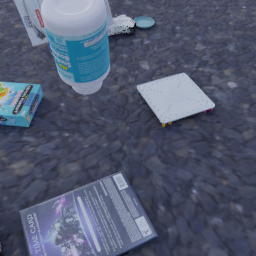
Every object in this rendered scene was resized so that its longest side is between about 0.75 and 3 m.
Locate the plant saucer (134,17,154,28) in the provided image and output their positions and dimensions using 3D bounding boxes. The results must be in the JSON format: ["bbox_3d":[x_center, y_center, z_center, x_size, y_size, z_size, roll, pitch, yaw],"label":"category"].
[{"bbox_3d":[0.635,-4.244,11.309,0.864,0.118,0.864,0,48,0],"label":"plant saucer"}]

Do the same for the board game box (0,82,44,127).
[{"bbox_3d":[-3.498,-0.723,7.916,1.789,0.420,1.350,4,48,4],"label":"board game box"}]

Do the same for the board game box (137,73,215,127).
[{"bbox_3d":[1.350,-0.875,8.188,1.695,0.219,1.695,-18,50,-16],"label":"board game box"}]

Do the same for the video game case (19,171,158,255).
[{"bbox_3d":[-0.827,1.951,5.638,2.354,0.223,1.681,-20,51,-16],"label":"video game case"}]

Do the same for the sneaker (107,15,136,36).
[{"bbox_3d":[-0.279,-3.808,10.586,0.908,0.596,1.579,32,53,28],"label":"sneaker"}]

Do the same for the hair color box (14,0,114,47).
[{"bbox_3d":[-1.443,-2.760,6.533,1.999,1.109,0.639,-15,32,0],"label":"hair color box"}]

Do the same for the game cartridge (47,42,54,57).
[{"bbox_3d":[-2.390,-2.962,10.078,0.894,0.265,1.380,-15,49,-19],"label":"game cartridge"}]

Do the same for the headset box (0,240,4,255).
[{"bbox_3d":[-3.141,1.971,5.390,1.073,0.541,1.443,-20,51,-17],"label":"headset box"}]

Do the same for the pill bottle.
[{"bbox_3d":[-1.021,-1.720,6.077,1.228,2.218,1.228,0,57,0],"label":"pill bottle"}]
